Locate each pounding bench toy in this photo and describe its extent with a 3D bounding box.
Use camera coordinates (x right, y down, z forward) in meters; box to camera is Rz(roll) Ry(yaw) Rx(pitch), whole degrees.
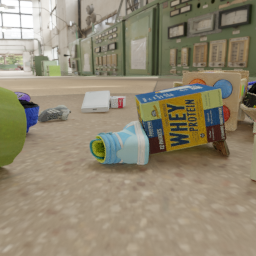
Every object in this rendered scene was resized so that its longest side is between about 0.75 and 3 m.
[{"bbox_3d":[2.544,-1.100,9.957,2.892,1.797,2.256,8,16,30],"label":"pounding bench toy"}]

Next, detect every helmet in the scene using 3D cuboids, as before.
[{"bbox_3d":[4.672,-0.834,9.474,1.476,1.548,1.548,-50,31,-12],"label":"helmet"}]

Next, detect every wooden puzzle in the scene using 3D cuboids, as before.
[{"bbox_3d":[4.447,-0.250,7.901,2.023,0.377,1.872,15,-5,44],"label":"wooden puzzle"}]

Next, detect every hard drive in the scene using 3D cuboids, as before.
[{"bbox_3d":[-1.431,-1.220,12.697,1.157,0.234,1.755,-3,30,1],"label":"hard drive"}]

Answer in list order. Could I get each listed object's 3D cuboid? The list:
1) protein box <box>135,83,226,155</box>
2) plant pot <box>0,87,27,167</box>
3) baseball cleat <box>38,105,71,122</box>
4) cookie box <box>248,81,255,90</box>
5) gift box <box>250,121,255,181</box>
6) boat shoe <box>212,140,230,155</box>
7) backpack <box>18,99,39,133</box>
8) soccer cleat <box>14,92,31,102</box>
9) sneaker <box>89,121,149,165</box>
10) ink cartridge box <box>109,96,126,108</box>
[{"bbox_3d":[1.225,-0.329,7.174,1.831,1.235,1.817,-11,13,-1],"label":"protein box"},{"bbox_3d":[-3.249,-0.048,4.803,2.596,2.596,2.465,9,4,34],"label":"plant pot"},{"bbox_3d":[-2.652,-0.482,10.285,0.692,0.453,1.300,33,43,22],"label":"baseball cleat"},{"bbox_3d":[6.103,-1.617,12.581,2.454,1.078,2.868,-13,6,-42],"label":"cookie box"},{"bbox_3d":[2.987,0.323,4.946,1.366,1.275,1.260,-13,19,-40],"label":"gift box"},{"bbox_3d":[2.199,0.435,6.692,0.324,0.342,0.952,-16,11,14],"label":"boat shoe"},{"bbox_3d":[-3.269,-0.331,8.203,0.998,1.031,1.228,19,20,13],"label":"backpack"},{"bbox_3d":[-5.892,-1.315,13.666,2.149,0.733,0.786,-2,34,-19],"label":"soccer cleat"},{"bbox_3d":[-0.263,0.271,6.386,1.224,0.745,1.874,0,12,-8],"label":"sneaker"},{"bbox_3d":[-0.733,-1.263,13.582,1.136,0.474,0.825,2,13,7],"label":"ink cartridge box"}]
